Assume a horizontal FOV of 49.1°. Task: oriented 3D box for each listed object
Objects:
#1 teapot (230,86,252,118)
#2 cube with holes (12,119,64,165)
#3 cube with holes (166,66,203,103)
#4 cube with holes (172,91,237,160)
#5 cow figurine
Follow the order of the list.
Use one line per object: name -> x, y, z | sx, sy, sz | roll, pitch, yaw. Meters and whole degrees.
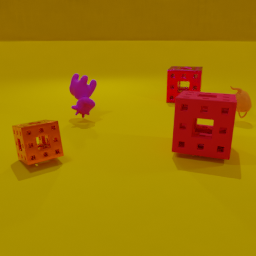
teapot -> 3.396, -0.818, 8.520 | 0.544, 1.111, 0.691 | -17, 17, 10
cube with holes -> -1.923, 0.269, 5.964 | 0.758, 0.758, 0.758 | -13, 11, -34
cube with holes -> 2.274, -1.752, 11.223 | 1.275, 1.275, 1.275 | 5, 20, 15
cube with holes -> 1.754, -0.133, 6.422 | 1.223, 1.223, 1.223 | 7, 16, 18
cow figurine -> -1.463, -1.006, 8.719 | 0.698, 1.251, 1.272 | 22, -1, -44
